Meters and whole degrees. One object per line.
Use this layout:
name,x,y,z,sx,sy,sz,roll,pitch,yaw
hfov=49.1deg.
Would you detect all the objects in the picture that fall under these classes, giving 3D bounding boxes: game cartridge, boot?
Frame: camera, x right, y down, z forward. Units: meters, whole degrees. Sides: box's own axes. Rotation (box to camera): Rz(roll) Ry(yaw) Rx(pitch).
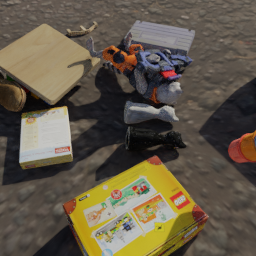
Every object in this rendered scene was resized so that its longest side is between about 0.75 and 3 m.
game cartridge,1.089,-3.083,9.685,2.194,0.421,1.422,16,54,13
boot,-3.508,-1.048,7.413,2.154,0.793,0.813,31,11,32

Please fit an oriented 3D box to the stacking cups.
stacking cups,2.066,0.213,3.910,0.602,1.990,0.602,3,73,-11

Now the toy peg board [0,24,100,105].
toy peg board,-2.323,-1.656,8.169,2.131,1.046,2.140,34,56,8

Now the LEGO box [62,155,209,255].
LEGO box,0.106,1.686,5.153,2.100,0.810,1.564,-25,53,-20

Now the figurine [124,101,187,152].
figurine,0.645,-0.064,6.937,1.409,0.622,1.444,3,48,-8

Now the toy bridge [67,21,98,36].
toy bridge,-1.643,-3.598,10.262,1.213,0.165,0.408,-25,53,-21

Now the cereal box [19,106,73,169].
cereal box,-1.990,0.193,6.805,1.157,0.318,1.608,-9,49,-8

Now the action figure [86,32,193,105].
action figure,0.563,-1.691,8.134,2.916,1.525,2.821,-12,50,-48
